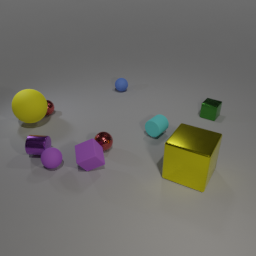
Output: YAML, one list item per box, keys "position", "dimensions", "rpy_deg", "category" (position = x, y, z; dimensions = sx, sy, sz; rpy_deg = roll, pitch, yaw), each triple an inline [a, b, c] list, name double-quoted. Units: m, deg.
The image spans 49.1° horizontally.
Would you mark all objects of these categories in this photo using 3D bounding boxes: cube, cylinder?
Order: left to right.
- position: [-3.157, 0.607, 9.888]
  dimensions: [0.700, 0.700, 0.700]
  rpy_deg: [3, 31, 4]
  category: "cylinder"
- position: [-1.248, 0.886, 9.189]
  dimensions: [0.700, 0.700, 0.700]
  rpy_deg: [-22, 53, 11]
  category: "cube"
- position: [1.138, -0.096, 11.049]
  dimensions: [0.700, 0.700, 0.700]
  rpy_deg: [21, 35, 31]
  category: "cylinder"
- position: [2.029, 0.894, 8.915]
  dimensions: [1.400, 1.400, 1.400]
  rpy_deg: [17, 35, 25]
  category: "cube"
- position: [3.674, -0.828, 12.421]
  dimensions: [0.700, 0.700, 0.700]
  rpy_deg: [20, 36, 28]
  category: "cube"

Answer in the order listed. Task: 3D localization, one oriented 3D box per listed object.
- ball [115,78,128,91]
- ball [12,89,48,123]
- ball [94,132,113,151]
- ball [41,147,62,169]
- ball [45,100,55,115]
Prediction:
- position: [-0.345, -2.295, 14.802]
  dimensions: [0.700, 0.700, 0.700]
  rpy_deg: [0, 31, 0]
  category: "ball"
- position: [-4.047, -0.901, 11.554]
  dimensions: [1.400, 1.400, 1.400]
  rpy_deg: [0, 31, 0]
  category: "ball"
- position: [-0.894, 0.478, 10.210]
  dimensions: [0.700, 0.700, 0.700]
  rpy_deg: [0, 31, 0]
  category: "ball"
- position: [-2.537, 0.997, 9.312]
  dimensions: [0.700, 0.700, 0.700]
  rpy_deg: [0, 31, 0]
  category: "ball"
- position: [-3.662, -0.914, 12.578]
  dimensions: [0.700, 0.700, 0.700]
  rpy_deg: [0, 31, 0]
  category: "ball"
